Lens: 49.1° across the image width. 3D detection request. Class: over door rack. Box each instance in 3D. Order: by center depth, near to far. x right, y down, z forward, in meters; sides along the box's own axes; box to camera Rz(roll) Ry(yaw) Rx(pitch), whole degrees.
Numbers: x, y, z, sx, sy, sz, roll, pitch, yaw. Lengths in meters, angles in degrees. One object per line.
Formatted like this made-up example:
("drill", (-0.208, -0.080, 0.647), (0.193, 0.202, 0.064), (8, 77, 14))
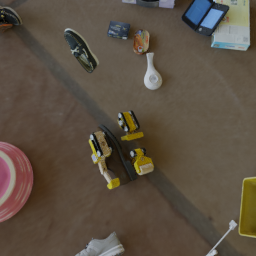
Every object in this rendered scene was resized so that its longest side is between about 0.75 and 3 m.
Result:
("over door rack", (3.109, 3.836, 8.143), (1.369, 0.617, 1.853), (42, 77, 11))

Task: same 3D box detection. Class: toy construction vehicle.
("toy construction vehicle", (-0.270, 0.651, 8.892), (1.880, 0.760, 2.159), (-16, 73, -37))

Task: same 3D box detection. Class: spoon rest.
("spoon rest", (0.879, -2.028, 10.145), (0.645, 0.394, 1.298), (-5, 86, 0))

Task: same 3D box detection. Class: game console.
("game console", (2.856, -4.247, 10.354), (1.121, 0.777, 1.313), (39, 97, 40))

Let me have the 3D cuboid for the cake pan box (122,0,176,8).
("cake pan box", (0.947, -5.936, 11.200), (2.139, 0.607, 2.322), (7, 73, 4))

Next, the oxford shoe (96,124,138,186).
("oxford shoe", (-0.580, 0.857, 8.986), (0.904, 0.778, 2.142), (-27, 75, -7))

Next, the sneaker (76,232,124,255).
("sneaker", (-1.045, 3.668, 8.275), (1.798, 0.672, 0.737), (-17, 56, -10))

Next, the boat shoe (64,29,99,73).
("boat shoe", (-1.362, -2.187, 8.054), (0.535, 1.414, 0.426), (-2, 53, 43))

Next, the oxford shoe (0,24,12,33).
("oxford shoe", (-4.826, -3.794, 10.737), (0.813, 0.290, 0.297), (-20, 114, -16))

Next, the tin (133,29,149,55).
("tin", (0.501, -3.243, 10.567), (0.574, 0.215, 1.025), (5, 73, 6))

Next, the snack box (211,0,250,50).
("snack box", (3.918, -4.097, 10.707), (1.311, 0.419, 2.257), (7, 73, 2))

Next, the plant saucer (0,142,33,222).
("plant saucer", (-4.387, 1.661, 8.791), (2.635, 0.668, 2.635), (0, 73, 1))

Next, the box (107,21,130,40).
("box", (-0.347, -3.745, 10.714), (0.788, 0.201, 0.621), (12, 72, 3))

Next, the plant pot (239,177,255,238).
("plant pot", (4.458, 2.418, 8.091), (1.542, 1.748, 1.748), (15, 73, -7))

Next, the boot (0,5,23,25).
("boot", (-4.944, -3.991, 10.401), (1.753, 0.641, 1.320), (29, 61, 15))
